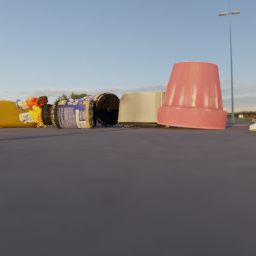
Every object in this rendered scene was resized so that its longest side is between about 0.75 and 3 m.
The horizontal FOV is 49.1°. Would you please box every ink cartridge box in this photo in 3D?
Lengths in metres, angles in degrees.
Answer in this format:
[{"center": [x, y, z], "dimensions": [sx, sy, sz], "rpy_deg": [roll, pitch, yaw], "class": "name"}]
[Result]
[{"center": [-2.970, -0.794, 12.082], "dimensions": [1.934, 0.420, 1.916], "rpy_deg": [-43, 22, -23], "class": "ink cartridge box"}]

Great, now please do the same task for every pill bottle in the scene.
[{"center": [-1.411, -0.740, 12.103], "dimensions": [1.390, 1.390, 2.485], "rpy_deg": [-1, 1, -36], "class": "pill bottle"}, {"center": [-1.760, -0.409, 8.459], "dimensions": [1.555, 0.870, 0.870], "rpy_deg": [0, 1, 3], "class": "pill bottle"}]

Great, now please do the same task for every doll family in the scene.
[{"center": [-2.741, -0.342, 9.639], "dimensions": [1.351, 0.981, 2.177], "rpy_deg": [-7, -19, 21], "class": "doll family"}]

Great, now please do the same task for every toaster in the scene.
[{"center": [0.886, -0.609, 9.912], "dimensions": [2.017, 1.197, 1.824], "rpy_deg": [1, 3, 32], "class": "toaster"}]

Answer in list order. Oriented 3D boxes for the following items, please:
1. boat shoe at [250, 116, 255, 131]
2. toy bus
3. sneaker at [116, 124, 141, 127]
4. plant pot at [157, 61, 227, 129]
[{"center": [2.950, -0.137, 6.189], "dimensions": [0.446, 0.402, 1.263], "rpy_deg": [1, 1, 28], "class": "boat shoe"}, {"center": [-4.104, -0.470, 9.710], "dimensions": [1.098, 0.913, 2.805], "rpy_deg": [1, 1, 26], "class": "toy bus"}, {"center": [0.085, -0.284, 12.402], "dimensions": [1.235, 0.437, 0.451], "rpy_deg": [0, 1, -2], "class": "sneaker"}, {"center": [1.872, -0.929, 8.115], "dimensions": [1.985, 1.777, 1.985], "rpy_deg": [3, 4, 0], "class": "plant pot"}]
